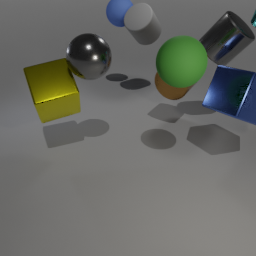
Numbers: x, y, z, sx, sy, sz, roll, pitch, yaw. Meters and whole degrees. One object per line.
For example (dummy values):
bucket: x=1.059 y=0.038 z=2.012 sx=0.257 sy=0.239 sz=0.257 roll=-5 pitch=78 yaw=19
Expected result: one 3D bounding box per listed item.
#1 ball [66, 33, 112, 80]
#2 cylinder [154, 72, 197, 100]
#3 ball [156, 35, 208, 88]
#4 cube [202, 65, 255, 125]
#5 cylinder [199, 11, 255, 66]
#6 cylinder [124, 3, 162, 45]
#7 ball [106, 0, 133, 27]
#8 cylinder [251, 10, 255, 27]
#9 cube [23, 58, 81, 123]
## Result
ball: x=-1.193 y=-2.175 z=8.605 sx=1.400 sy=1.400 sz=1.400 roll=0 pitch=29 yaw=0
cylinder: x=1.980 y=-2.028 z=11.086 sx=1.400 sy=1.400 sz=1.400 roll=18 pitch=42 yaw=29
ball: x=1.464 y=-1.814 z=7.706 sx=1.400 sy=1.400 sz=1.400 roll=0 pitch=29 yaw=0
cube: x=3.519 y=-1.031 z=8.898 sx=1.400 sy=1.400 sz=1.400 roll=12 pitch=12 yaw=-37
cylinder: x=3.584 y=-3.232 z=10.210 sx=1.400 sy=1.400 sz=1.400 roll=23 pitch=45 yaw=-25
cylinder: x=0.708 y=-4.829 z=13.109 sx=1.400 sy=1.400 sz=1.400 roll=16 pitch=-4 yaw=27
ball: x=-0.374 y=-5.683 z=13.711 sx=1.400 sy=1.400 sz=1.400 roll=0 pitch=29 yaw=0
cylinder: x=4.611 y=-3.814 z=9.420 sx=0.700 sy=0.700 sz=0.700 roll=3 pitch=52 yaw=-3
cube: x=-2.450 y=-1.209 z=9.236 sx=1.400 sy=1.400 sz=1.400 roll=-18 pitch=70 yaw=-14
